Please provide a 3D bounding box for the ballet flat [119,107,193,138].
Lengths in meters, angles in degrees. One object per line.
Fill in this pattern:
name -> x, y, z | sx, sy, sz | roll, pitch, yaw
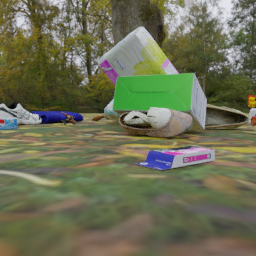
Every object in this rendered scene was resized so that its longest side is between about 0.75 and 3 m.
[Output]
ballet flat -> 0.552, -0.167, 6.992 | 2.138, 0.728, 0.719 | -6, -37, 44

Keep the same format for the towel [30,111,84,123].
towel -> -3.733, -0.514, 14.696 | 1.735, 0.582, 2.350 | 12, 11, 41

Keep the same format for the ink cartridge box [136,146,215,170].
ink cartridge box -> 0.627, 0.372, 3.604 | 0.999, 0.185, 0.473 | -6, 6, -37

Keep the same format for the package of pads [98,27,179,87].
package of pads -> 0.555, -2.124, 10.955 | 2.283, 2.956, 1.008 | -28, 21, 39

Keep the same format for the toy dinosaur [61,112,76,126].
toy dinosaur -> -2.600, -0.381, 12.061 | 0.772, 0.524, 0.395 | 41, -12, 2

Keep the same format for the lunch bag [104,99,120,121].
lunch bag -> 0.474, -1.069, 13.585 | 2.929, 1.786, 2.495 | -10, 8, -21

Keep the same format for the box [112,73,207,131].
box -> 1.001, -0.666, 8.200 | 2.237, 1.082, 1.974 | 2, -13, 27

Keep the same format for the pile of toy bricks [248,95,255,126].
pile of toy bricks -> 3.850, -0.141, 7.245 | 0.953, 1.071, 1.931 | -33, 38, -26

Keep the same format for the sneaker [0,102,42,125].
sneaker -> -4.779, -0.640, 12.491 | 0.889, 1.031, 2.351 | 0, 2, 26

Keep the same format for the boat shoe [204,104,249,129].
boat shoe -> 2.740, -0.382, 9.541 | 2.598, 0.947, 0.817 | 7, -2, -6

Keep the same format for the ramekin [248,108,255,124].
ramekin -> 6.574, -0.568, 13.376 | 1.606, 0.748, 1.606 | -1, 3, 0

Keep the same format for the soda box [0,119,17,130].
soda box -> -4.439, -0.127, 9.599 | 1.150, 0.369, 0.390 | -4, 5, -40

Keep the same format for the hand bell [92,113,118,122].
hand bell -> -1.415, -0.666, 16.215 | 1.861, 0.969, 0.969 | -13, -5, 40
